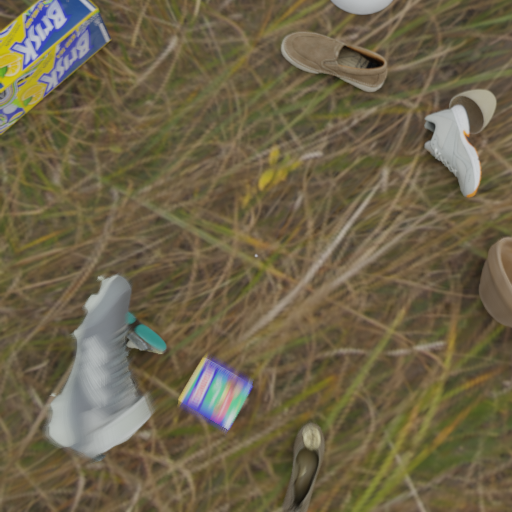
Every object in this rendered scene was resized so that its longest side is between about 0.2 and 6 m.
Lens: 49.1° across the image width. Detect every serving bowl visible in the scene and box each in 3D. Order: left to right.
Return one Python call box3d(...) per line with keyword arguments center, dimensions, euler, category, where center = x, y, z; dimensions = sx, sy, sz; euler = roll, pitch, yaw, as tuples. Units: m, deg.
box3d(center=(2.389, -6.302, 12.504), dimensions=(1.702, 0.560, 1.702), euler=(0, 78, -1), category="serving bowl")

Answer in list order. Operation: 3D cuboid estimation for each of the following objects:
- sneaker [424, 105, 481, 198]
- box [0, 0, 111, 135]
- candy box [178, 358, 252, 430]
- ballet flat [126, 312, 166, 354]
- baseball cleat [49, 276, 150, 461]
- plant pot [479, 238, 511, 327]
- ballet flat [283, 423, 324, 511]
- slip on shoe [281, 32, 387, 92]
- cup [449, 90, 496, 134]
box3d(center=(4.010, -2.099, 11.607), dimensions=(0.921, 0.758, 2.003), euler=(-10, 72, 7), category="sneaker")
box3d(center=(-4.703, -4.121, 11.727), dimensions=(1.063, 1.158, 3.306), euler=(44, 82, 8), category="box")
box3d(center=(-0.768, 2.607, 10.678), dimensions=(1.109, 0.427, 0.937), euler=(29, 77, 6), category="candy box")
box3d(center=(-2.443, 1.471, 10.939), dimensions=(1.543, 0.555, 0.555), euler=(41, 81, 4), category="ballet flat")
box3d(center=(-2.547, 2.087, 10.141), dimensions=(1.812, 1.187, 3.404), euler=(24, 106, 7), category="baseball cleat")
box3d(center=(4.917, 0.704, 10.634), dimensions=(1.965, 0.907, 1.965), euler=(22, 47, -26), category="plant pot")
box3d(center=(0.879, 4.021, 10.376), dimensions=(0.602, 0.415, 1.788), euler=(17, 80, 1), category="ballet flat")
box3d(center=(1.680, -4.268, 11.989), dimensions=(2.360, 0.715, 0.897), euler=(27, 79, 5), category="slip on shoe")
box3d(center=(4.606, -3.100, 11.701), dimensions=(0.645, 0.902, 0.902), euler=(-35, 80, -16), category="cup")
